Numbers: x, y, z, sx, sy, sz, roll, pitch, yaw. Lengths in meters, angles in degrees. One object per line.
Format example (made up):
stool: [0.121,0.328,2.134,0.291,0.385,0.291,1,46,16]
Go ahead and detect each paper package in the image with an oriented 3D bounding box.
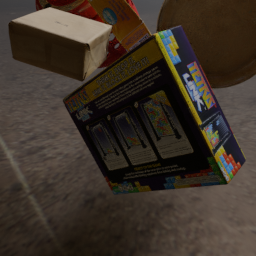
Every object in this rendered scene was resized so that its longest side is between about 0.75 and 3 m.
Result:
paper package: [-0.849,-1.157,3.738,1.012,0.524,0.965,19,37,7]

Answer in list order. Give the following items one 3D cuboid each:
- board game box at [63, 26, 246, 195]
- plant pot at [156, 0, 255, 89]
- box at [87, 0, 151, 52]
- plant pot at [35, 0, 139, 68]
board game box: [0.183,-0.032,3.764,0.596,1.738,2.103,-31,7,-40]
plant pot: [2.124,-2.341,6.782,2.870,2.870,0.394,11,35,16]
box: [0.149,-1.821,5.764,0.559,2.696,1.605,-38,67,10]
plant pot: [-1.003,-2.989,7.155,2.247,2.046,2.247,-6,70,18]
